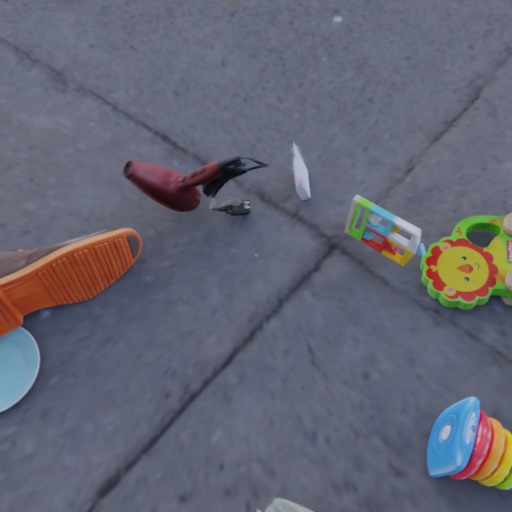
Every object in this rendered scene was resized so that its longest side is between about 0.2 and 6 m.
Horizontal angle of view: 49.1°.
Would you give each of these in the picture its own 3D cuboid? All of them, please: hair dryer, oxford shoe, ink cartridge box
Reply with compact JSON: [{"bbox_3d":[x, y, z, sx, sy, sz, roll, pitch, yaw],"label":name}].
[{"bbox_3d":[-1.013,-1.276,8.993,2.217,1.689,0.602,0,61,-11],"label":"hair dryer"},{"bbox_3d":[-3.337,0.176,8.672,3.136,1.118,1.143,-25,48,-21],"label":"oxford shoe"},{"bbox_3d":[0.722,-1.468,9.765,0.204,0.814,0.655,-15,56,19],"label":"ink cartridge box"}]

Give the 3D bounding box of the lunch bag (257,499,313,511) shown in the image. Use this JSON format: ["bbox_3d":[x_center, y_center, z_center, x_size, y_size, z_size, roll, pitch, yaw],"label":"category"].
[{"bbox_3d":[0.714,3.561,6.191,1.857,1.558,1.294,20,42,10],"label":"lunch bag"}]

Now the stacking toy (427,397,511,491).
[{"bbox_3d":[3.278,2.721,7.362,1.778,0.976,1.032,27,59,2],"label":"stacking toy"}]

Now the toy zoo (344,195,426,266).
[{"bbox_3d":[2.059,-0.344,8.856,1.335,0.876,0.137,33,61,18],"label":"toy zoo"}]

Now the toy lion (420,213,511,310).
[{"bbox_3d":[3.531,0.079,9.076,1.649,0.591,1.721,6,59,13],"label":"toy lion"}]

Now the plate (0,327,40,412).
[{"bbox_3d":[-3.913,1.680,8.277,1.454,0.186,1.454,0,58,0],"label":"plate"}]
